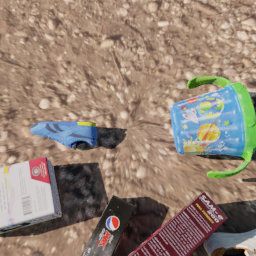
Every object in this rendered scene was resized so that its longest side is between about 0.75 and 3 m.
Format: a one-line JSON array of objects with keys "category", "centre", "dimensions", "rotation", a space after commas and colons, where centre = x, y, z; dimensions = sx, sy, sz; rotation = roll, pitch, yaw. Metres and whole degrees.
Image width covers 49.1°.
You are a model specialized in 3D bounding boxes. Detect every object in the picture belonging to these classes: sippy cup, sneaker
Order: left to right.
[{"category": "sneaker", "centre": [-1.827, 0.211, 7.839], "dimensions": [1.952, 0.643, 0.765], "rotation": [1, 82, 5]}, {"category": "sippy cup", "centre": [2.117, -0.091, 7.379], "dimensions": [1.862, 1.995, 2.541], "rotation": [-10, 28, 7]}, {"category": "sneaker", "centre": [2.928, 2.863, 6.392], "dimensions": [2.175, 0.921, 0.792], "rotation": [-6, 104, -2]}]

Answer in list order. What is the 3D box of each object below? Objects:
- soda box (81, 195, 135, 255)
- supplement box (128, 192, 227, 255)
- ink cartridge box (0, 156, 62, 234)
[{"category": "soda box", "centre": [-0.522, 2.646, 6.778], "dimensions": [0.675, 0.604, 1.907], "rotation": [26, 69, 10]}, {"category": "supplement box", "centre": [0.820, 2.604, 6.098], "dimensions": [2.584, 1.406, 0.787], "rotation": [-34, 70, -21]}, {"category": "ink cartridge box", "centre": [-2.850, 1.735, 7.039], "dimensions": [2.014, 0.834, 1.468], "rotation": [-14, 67, -7]}]
